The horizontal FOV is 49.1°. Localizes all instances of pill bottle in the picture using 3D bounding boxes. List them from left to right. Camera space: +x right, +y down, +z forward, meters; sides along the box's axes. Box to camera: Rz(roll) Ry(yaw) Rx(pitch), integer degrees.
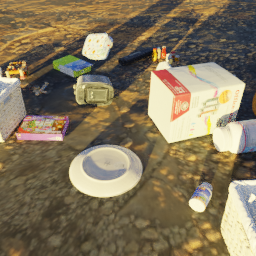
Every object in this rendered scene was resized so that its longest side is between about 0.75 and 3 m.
[{"bbox_3d":[2.003,1.842,7.584,0.439,0.439,0.784,21,42,26],"label":"pill bottle"},{"bbox_3d":[3.861,0.274,9.190,1.917,1.042,1.042,-6,37,-7],"label":"pill bottle"}]

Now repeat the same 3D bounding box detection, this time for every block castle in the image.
[{"bbox_3d":[-5.364,-2.735,13.646,0.878,0.616,1.314,-9,35,-5],"label":"block castle"}]

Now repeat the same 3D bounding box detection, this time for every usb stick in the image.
[{"bbox_3d":[0.469,-3.957,15.467,2.335,0.381,0.647,-30,46,-33],"label":"usb stick"}]

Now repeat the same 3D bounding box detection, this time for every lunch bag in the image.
[{"bbox_3d":[-1.140,-3.126,10.654,1.233,0.988,0.466,14,-7,38],"label":"lunch bag"}]

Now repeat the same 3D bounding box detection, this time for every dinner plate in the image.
[{"bbox_3d":[-0.678,1.176,8.660,2.265,0.274,2.265,1,37,-1],"label":"dinner plate"}]

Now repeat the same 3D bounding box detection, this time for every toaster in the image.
[{"bbox_3d":[-1.343,-1.615,11.740,1.824,1.036,1.178,-1,34,-13],"label":"toaster"}]

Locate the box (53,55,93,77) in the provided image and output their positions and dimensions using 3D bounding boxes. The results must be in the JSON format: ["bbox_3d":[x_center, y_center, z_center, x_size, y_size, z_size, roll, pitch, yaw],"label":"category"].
[{"bbox_3d":[-2.798,-3.161,14.326,1.889,0.450,1.152,28,45,32],"label":"box"}]

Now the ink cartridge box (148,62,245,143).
[{"bbox_3d":[2.358,-0.994,10.119,2.689,1.954,1.945,-12,38,-16],"label":"ink cartridge box"}]

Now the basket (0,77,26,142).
[{"bbox_3d":[-5.082,-0.732,10.058,2.026,1.630,2.008,7,37,8],"label":"basket"}]

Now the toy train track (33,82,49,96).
[{"bbox_3d":[-3.930,-1.840,12.775,0.658,0.187,1.148,7,36,8],"label":"toy train track"}]

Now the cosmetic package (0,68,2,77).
[{"bbox_3d":[-6.783,-2.518,13.569,1.255,0.324,0.946,-11,36,-15],"label":"cosmetic package"}]

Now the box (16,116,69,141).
[{"bbox_3d":[-3.065,-0.016,10.187,1.618,0.316,1.107,1,37,1],"label":"box"}]

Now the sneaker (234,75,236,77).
[{"bbox_3d":[4.616,-2.280,13.201,0.633,0.496,1.274,-15,30,-9],"label":"sneaker"}]

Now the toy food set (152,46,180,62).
[{"bbox_3d":[2.081,-4.101,15.401,1.525,0.686,0.728,1,37,1],"label":"toy food set"}]

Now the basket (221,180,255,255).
[{"bbox_3d":[3.281,2.367,5.774,2.170,1.745,2.151,-1,36,-2],"label":"basket"}]

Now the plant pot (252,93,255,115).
[{"bbox_3d":[5.714,-0.739,9.694,2.441,2.441,2.235,-14,24,-18],"label":"plant pot"}]

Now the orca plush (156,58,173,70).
[{"bbox_3d":[1.982,-2.397,12.874,0.925,1.369,2.602,33,4,-18],"label":"orca plush"}]
